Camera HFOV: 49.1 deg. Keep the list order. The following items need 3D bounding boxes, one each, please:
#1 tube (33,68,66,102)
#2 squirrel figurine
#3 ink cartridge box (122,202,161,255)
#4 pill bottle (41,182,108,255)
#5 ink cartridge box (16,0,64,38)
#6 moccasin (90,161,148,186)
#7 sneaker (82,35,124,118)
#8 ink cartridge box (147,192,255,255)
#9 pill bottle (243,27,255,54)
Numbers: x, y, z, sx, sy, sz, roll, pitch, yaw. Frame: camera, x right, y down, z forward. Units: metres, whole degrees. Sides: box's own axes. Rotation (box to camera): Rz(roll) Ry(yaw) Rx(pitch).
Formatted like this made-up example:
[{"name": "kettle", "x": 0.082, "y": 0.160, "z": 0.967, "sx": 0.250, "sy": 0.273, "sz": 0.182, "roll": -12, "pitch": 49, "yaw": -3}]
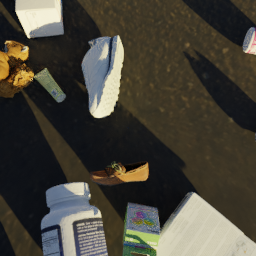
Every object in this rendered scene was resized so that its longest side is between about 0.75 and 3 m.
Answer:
[{"name": "tube", "x": -2.563, "y": -1.421, "z": 9.262, "sx": 1.352, "sy": 0.351, "sz": 0.392, "roll": 47, "pitch": 37, "yaw": 19}, {"name": "squirrel figurine", "x": -3.829, "y": -1.957, "z": 9.147, "sx": 1.786, "sy": 1.264, "sz": 1.667, "roll": 47, "pitch": 65, "yaw": 1}, {"name": "ink cartridge box", "x": 0.335, "y": 2.555, "z": 7.002, "sx": 0.837, "sy": 1.612, "sz": 0.478, "roll": 11, "pitch": 107, "yaw": -1}, {"name": "pill bottle", "x": -1.321, "y": 2.825, "z": 6.940, "sx": 1.515, "sy": 1.515, "sz": 2.728, "roll": -11, "pitch": 69, "yaw": -4}, {"name": "ink cartridge box", "x": -3.067, "y": -4.345, "z": 9.834, "sx": 1.315, "sy": 1.338, "sz": 1.818, "roll": -7, "pitch": 70, "yaw": -3}, {"name": "moccasin", "x": -0.217, "y": 1.183, "z": 7.615, "sx": 1.661, "sy": 0.608, "sz": 0.641, "roll": -2, "pitch": 108, "yaw": -15}, {"name": "sneaker", "x": -0.930, "y": -1.661, "z": 9.044, "sx": 1.200, "sy": 1.139, "sz": 2.981, "roll": 3, "pitch": 63, "yaw": 12}, {"name": "ink cartridge box", "x": 2.039, "y": 3.281, "z": 7.315, "sx": 2.526, "sy": 0.721, "sz": 2.053, "roll": 40, "pitch": 74, "yaw": 5}, {"name": "pill bottle", "x": 4.794, "y": -2.871, "z": 9.530, "sx": 1.475, "sy": 0.836, "sz": 0.836, "roll": 12, "pitch": 69, "yaw": 5}]
